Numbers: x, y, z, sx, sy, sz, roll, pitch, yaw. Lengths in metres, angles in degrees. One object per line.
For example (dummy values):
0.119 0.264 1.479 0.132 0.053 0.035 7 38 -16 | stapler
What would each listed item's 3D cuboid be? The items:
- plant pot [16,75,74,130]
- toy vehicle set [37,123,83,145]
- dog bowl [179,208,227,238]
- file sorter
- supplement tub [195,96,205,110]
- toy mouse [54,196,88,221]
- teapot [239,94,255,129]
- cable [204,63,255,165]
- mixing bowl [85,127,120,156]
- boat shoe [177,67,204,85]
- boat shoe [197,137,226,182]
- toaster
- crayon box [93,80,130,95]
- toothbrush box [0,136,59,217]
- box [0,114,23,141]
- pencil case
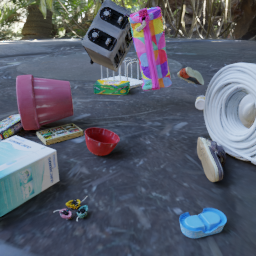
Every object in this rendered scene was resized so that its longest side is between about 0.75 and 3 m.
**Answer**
-3.198 -1.072 11.029 1.928 2.154 2.154 -8 24 -12 | plant pot
-2.561 0.209 10.576 1.494 0.198 0.928 -16 28 -33 | toy vehicle set
1.618 2.075 6.086 1.052 0.261 0.586 -8 24 -16 | dog bowl
-0.305 -3.608 17.831 2.562 1.595 1.778 22 32 40 | file sorter
3.552 -1.233 13.528 0.550 0.550 0.757 7 25 16 | supplement tub
-1.240 1.960 6.468 0.884 0.171 0.785 -10 25 -22 | toy mouse
5.123 -1.348 11.109 2.700 1.998 2.736 -10 44 -18 | teapot
3.643 -0.494 8.659 1.031 2.977 2.976 -7 12 -26 | cable
-0.901 0.507 9.171 1.157 0.627 1.157 13 20 -5 | mixing bowl
2.238 -1.774 9.847 0.412 0.468 1.316 -24 -23 37 | boat shoe
2.559 0.847 8.334 0.724 0.804 2.234 -3 17 5 | boat shoe
-0.780 -3.907 12.405 1.484 2.261 2.501 28 -4 7 | toaster
-0.908 -2.354 16.144 1.943 0.566 1.154 2 23 6 | crayon box
-3.256 1.201 7.151 1.757 1.024 2.400 14 27 30 | toothbrush box
-4.551 -0.042 10.653 1.043 0.329 1.896 -6 23 18 | box
0.703 -2.417 8.699 1.124 2.544 1.124 -12 28 7 | pencil case
